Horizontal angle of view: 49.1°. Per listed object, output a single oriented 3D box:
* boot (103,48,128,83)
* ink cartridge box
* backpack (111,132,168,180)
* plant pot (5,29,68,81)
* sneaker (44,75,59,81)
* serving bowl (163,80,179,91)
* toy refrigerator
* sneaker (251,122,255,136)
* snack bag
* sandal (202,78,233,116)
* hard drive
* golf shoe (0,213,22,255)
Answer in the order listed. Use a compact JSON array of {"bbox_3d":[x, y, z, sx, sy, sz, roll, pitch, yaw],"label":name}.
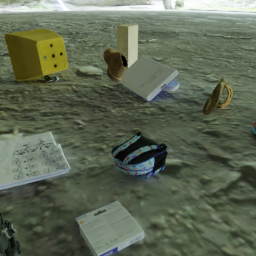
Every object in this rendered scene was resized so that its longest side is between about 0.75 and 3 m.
[{"bbox_3d":[-0.329,-2.079,8.557,0.626,0.642,1.701,25,31,-30],"label":"boot"},{"bbox_3d":[-0.402,2.091,5.850,1.076,0.237,1.096,-16,30,-27],"label":"ink cartridge box"},{"bbox_3d":[0.242,0.818,7.490,1.320,0.888,1.205,-24,37,-38],"label":"backpack"},{"bbox_3d":[-4.329,-3.634,13.999,2.030,2.301,2.301,16,32,38],"label":"plant pot"},{"bbox_3d":[-3.922,-2.531,14.384,0.802,0.314,0.361,10,10,11],"label":"sneaker"},{"bbox_3d":[1.899,-1.960,13.189,1.005,0.331,1.005,0,29,0],"label":"serving bowl"},{"bbox_3d":[-0.052,-4.464,15.596,0.849,2.427,0.921,19,34,32],"label":"toy refrigerator"},{"bbox_3d":[5.037,-0.573,9.519,1.122,1.351,2.828,18,36,29],"label":"sneaker"},{"bbox_3d":[-3.091,0.824,8.141,2.348,0.267,2.490,-12,31,-20],"label":"snack bag"},{"bbox_3d":[3.793,-1.278,11.371,0.796,1.183,2.946,32,33,12],"label":"sandal"},{"bbox_3d":[0.825,-2.372,13.004,1.817,0.349,2.755,-43,40,-5],"label":"hard drive"},{"bbox_3d":[-2.294,2.555,4.440,1.251,1.030,2.648,-28,33,-16],"label":"golf shoe"}]
